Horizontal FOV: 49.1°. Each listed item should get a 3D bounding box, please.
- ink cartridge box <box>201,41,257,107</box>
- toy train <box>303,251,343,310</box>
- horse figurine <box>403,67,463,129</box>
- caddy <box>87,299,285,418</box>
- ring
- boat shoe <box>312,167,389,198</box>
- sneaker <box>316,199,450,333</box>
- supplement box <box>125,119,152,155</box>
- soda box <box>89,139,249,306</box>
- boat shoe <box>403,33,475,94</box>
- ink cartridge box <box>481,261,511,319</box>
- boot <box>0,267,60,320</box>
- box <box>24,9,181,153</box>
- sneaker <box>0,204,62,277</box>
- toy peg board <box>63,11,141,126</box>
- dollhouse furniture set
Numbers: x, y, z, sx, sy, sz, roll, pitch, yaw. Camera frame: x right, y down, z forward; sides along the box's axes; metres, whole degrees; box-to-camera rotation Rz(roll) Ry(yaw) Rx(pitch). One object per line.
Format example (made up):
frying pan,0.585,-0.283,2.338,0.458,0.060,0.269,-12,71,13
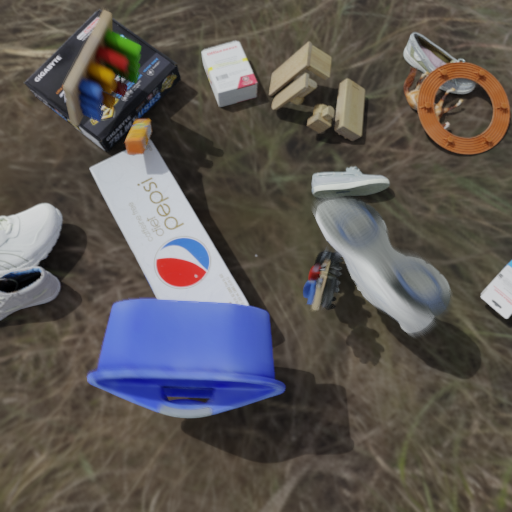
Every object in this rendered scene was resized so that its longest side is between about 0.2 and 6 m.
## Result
ink cartridge box,-0.628,-4.267,13.135,0.956,0.550,1.318,-17,69,-7
toy train,1.242,0.379,10.239,0.590,2.575,0.439,13,108,7
horse figurine,3.967,-3.598,12.899,1.598,0.399,1.059,43,91,7
caddy,-1.030,1.681,8.585,2.954,2.089,1.551,3,70,-2
ring,4.724,-3.374,12.660,2.213,0.212,2.213,1,82,-7
boat shoe,2.014,-1.640,12.053,1.660,0.579,0.591,-5,72,1
sneaker,2.001,0.179,9.886,1.112,1.300,2.985,-24,58,-21
supplement box,-2.259,-2.307,10.796,0.317,0.328,0.954,-1,37,2
soda box,-1.699,-0.185,11.065,1.406,1.314,4.127,-28,70,-10
boat shoe,4.344,-4.526,13.204,0.710,0.617,1.926,-41,74,-15
ink cartridge box,5.020,0.705,11.198,1.175,0.392,0.681,-42,74,-15
boot,-4.971,0.742,10.847,2.117,1.012,0.779,-23,70,-9
box,-3.518,-4.058,12.903,2.543,0.636,2.562,39,79,13
sneaker,-5.355,-0.217,10.788,3.224,1.602,1.256,-34,46,-14
toy peg board,-2.904,-3.433,10.876,0.841,1.720,1.713,24,77,-9
dollhouse furniture set,1.364,-3.516,12.965,1.742,1.419,1.657,21,65,-29
